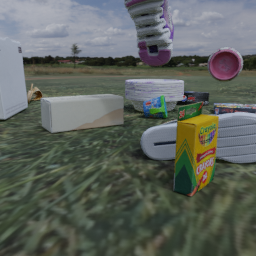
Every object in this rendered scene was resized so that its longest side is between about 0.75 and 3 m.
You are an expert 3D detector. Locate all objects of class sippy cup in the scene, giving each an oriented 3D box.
[{"bbox_3d":[0.968,-0.724,10.101,0.785,0.841,1.072,-8,-22,13],"label":"sippy cup"}]

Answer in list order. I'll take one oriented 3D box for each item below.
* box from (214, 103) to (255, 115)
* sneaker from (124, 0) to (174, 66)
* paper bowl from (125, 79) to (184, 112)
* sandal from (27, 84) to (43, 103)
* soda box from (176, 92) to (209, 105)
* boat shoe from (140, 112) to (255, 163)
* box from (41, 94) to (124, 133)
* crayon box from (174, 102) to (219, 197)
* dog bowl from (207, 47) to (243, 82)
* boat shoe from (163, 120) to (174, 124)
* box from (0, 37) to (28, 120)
[{"bbox_3d":[4.222,-0.732,11.024,1.636,0.308,1.117,4,13,16],"label":"box"},{"bbox_3d":[0.635,-3.050,7.198,1.093,2.718,1.201,2,35,24],"label":"sneaker"},{"bbox_3d":[1.091,-1.374,11.665,2.427,1.262,2.427,-1,12,0],"label":"paper bowl"},{"bbox_3d":[-4.845,-1.667,14.605,0.769,0.858,2.339,20,12,-20],"label":"sandal"},{"bbox_3d":[2.964,-1.427,13.375,1.712,0.606,0.542,3,10,9],"label":"soda box"},{"bbox_3d":[1.670,0.096,5.803,2.788,1.005,0.989,0,17,9],"label":"boat shoe"},{"bbox_3d":[-1.396,-0.512,8.682,2.351,0.914,1.116,-7,15,-29],"label":"box"},{"bbox_3d":[1.064,0.287,4.321,0.333,1.310,0.832,11,17,39],"label":"crayon box"},{"bbox_3d":[2.949,-1.920,8.535,1.059,1.059,0.390,4,17,19],"label":"dog bowl"},{"bbox_3d":[1.482,0.091,6.884,1.733,0.624,0.585,1,6,-26],"label":"boat shoe"},{"bbox_3d":[-5.126,-1.854,10.322,1.835,2.807,2.793,-3,13,-3],"label":"box"}]
